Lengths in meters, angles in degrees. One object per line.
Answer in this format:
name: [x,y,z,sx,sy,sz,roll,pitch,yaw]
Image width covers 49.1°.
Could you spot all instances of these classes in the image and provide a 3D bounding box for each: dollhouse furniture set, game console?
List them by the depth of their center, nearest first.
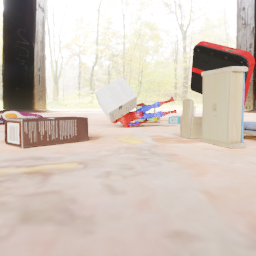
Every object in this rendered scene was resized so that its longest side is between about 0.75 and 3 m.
dollhouse furniture set: [2.892,-0.493,6.700,2.463,1.607,2.325,-1,5,-18]
game console: [2.436,-1.444,7.491,0.267,1.520,1.718,-32,44,-30]
dollhouse furniture set: [0.854,-0.732,13.703,1.133,0.875,2.268,-1,5,-5]

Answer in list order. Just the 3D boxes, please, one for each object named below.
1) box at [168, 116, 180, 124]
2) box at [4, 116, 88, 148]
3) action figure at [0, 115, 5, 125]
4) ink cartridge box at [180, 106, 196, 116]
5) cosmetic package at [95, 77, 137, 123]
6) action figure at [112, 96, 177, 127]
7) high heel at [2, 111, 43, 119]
box: [2.226,-0.384,12.898,0.535,0.320,1.301,2,5,18]
box: [-1.784,0.048,6.312,0.830,0.621,1.657,4,5,43]
action figure: [-5.411,-0.288,12.042,0.582,0.523,0.781,-28,7,-1]
ink cartridge box: [2.639,-0.569,12.271,0.904,0.796,0.202,-4,6,-41]
cosmetic package: [-0.401,-0.970,9.740,1.138,0.938,0.938,-32,-18,-9]
action figure: [0.547,-0.535,10.367,2.404,0.787,0.621,-14,12,4]
high heel: [-4.589,-0.494,12.318,1.666,0.561,0.799,3,12,-14]
